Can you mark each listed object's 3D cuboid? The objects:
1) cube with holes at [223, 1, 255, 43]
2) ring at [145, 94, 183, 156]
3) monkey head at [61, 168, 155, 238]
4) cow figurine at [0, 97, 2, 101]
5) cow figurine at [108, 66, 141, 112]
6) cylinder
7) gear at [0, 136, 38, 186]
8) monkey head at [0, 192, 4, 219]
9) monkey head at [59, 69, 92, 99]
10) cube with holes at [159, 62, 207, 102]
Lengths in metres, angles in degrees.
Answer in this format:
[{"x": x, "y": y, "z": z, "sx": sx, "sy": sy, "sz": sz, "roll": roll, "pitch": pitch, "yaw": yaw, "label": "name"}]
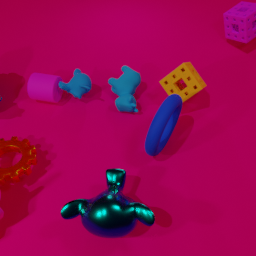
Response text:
[{"x": 3.704, "y": -3.377, "z": 8.928, "sx": 0.854, "sy": 0.854, "sz": 0.854, "roll": -36, "pitch": 42, "yaw": -13, "label": "cube with holes"}, {"x": 0.856, "y": -0.059, "z": 6.644, "sx": 0.317, "sy": 1.585, "sz": 1.585, "roll": 26, "pitch": 59, "yaw": 17, "label": "ring"}, {"x": -0.339, "y": 1.494, "z": 5.638, "sx": 1.835, "sy": 1.105, "sz": 1.320, "roll": 1, "pitch": 85, "yaw": 10, "label": "monkey head"}, {"x": -3.859, "y": -1.225, "z": 7.490, "sx": 0.907, "sy": 1.625, "sz": 1.652, "roll": 4, "pitch": 95, "yaw": -27, "label": "cow figurine"}, {"x": 0.021, "y": -1.066, "z": 7.895, "sx": 1.238, "sy": 0.690, "sz": 1.258, "roll": 35, "pitch": 75, "yaw": 28, "label": "cow figurine"}, {"x": -2.318, "y": -1.137, "z": 7.912, "sx": 0.754, "sy": 0.754, "sz": 0.754, "roll": 9, "pitch": 56, "yaw": 7, "label": "cylinder"}, {"x": -2.802, "y": 0.740, "z": 6.567, "sx": 1.272, "sy": 0.235, "sz": 1.272, "roll": 2, "pitch": 45, "yaw": -2, "label": "gear"}, {"x": -3.188, "y": 1.591, "z": 5.599, "sx": 1.727, "sy": 1.243, "sz": 1.041, "roll": -24, "pitch": 91, "yaw": 26, "label": "monkey head"}, {"x": -1.448, "y": -1.251, "z": 7.820, "sx": 0.822, "sy": 0.689, "sz": 1.143, "roll": 19, "pitch": 26, "yaw": -38, "label": "monkey head"}, {"x": 1.497, "y": -1.195, "z": 7.559, "sx": 0.811, "sy": 0.811, "sz": 0.811, "roll": 55, "pitch": 27, "yaw": 2, "label": "cube with holes"}]
